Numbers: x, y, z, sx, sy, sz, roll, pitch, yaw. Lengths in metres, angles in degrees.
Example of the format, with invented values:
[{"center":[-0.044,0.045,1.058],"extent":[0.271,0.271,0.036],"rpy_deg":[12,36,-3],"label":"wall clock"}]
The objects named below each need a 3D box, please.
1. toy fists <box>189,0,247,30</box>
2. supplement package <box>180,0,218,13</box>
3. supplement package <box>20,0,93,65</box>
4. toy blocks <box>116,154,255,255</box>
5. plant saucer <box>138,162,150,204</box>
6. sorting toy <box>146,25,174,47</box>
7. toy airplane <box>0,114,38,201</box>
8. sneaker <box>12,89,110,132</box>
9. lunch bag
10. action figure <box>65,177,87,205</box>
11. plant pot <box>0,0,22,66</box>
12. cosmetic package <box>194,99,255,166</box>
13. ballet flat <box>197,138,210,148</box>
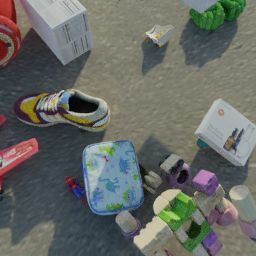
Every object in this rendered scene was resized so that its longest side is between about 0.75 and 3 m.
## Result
[{"center":[3.088,-3.999,9.435],"extent":[1.968,0.677,1.003],"rpy_deg":[-28,71,-13],"label":"toy fists"},{"center":[2.194,-4.125,7.156],"extent":[1.144,1.188,2.089],"rpy_deg":[41,65,16],"label":"supplement package"},{"center":[-2.227,-3.365,8.620],"extent":[1.175,1.650,2.119],"rpy_deg":[-35,71,-14],"label":"supplement package"},{"center":[1.452,2.414,6.310],"extent":[2.505,2.680,2.256],"rpy_deg":[-42,117,-15],"label":"toy blocks"},{"center":[-0.067,1.476,7.367],"extent":[1.364,0.201,1.364],"rpy_deg":[0,66,1],"label":"plant saucer"},{"center":[0.986,-3.100,9.227],"extent":[0.790,0.422,0.711],"rpy_deg":[-42,65,-15],"label":"sorting toy"},{"center":[-3.754,0.693,7.521],"extent":[2.761,0.508,2.761],"rpy_deg":[-3,70,7],"label":"toy airplane"},{"center":[-1.884,-0.633,7.675],"extent":[2.804,1.263,1.051],"rpy_deg":[5,67,2],"label":"sneaker"},{"center":[-0.409,1.219,6.983],"extent":[1.414,0.725,1.759],"rpy_deg":[-9,68,-6],"label":"lunch bag"},{"center":[-1.351,1.597,7.306],"extent":[0.301,0.238,0.919],"rpy_deg":[-38,67,-20],"label":"action figure"},{"center":[-4.510,-3.152,8.084],"extent":[2.678,2.678,2.438],"rpy_deg":[-21,78,-9],"label":"plant pot"},{"center":[2.705,0.126,7.513],"extent":[1.519,0.392,1.145],"rpy_deg":[36,75,-8],"label":"cosmetic package"},{"center":[2.336,0.253,7.795],"extent":[1.160,0.366,0.398],"rpy_deg":[-23,95,-16],"label":"ballet flat"}]
